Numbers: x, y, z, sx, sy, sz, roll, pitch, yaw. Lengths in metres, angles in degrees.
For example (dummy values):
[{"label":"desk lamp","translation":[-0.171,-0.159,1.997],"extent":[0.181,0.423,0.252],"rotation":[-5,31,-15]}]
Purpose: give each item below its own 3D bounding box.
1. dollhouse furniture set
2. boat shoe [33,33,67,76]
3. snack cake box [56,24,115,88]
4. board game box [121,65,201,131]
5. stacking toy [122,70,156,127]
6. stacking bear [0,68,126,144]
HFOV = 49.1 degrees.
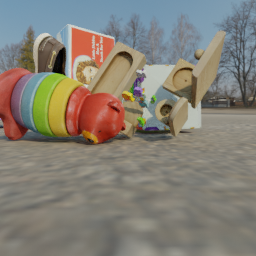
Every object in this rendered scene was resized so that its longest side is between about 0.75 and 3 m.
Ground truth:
[{"label":"dollhouse furniture set","translation":[0.202,-0.869,4.913],"extent":[2.038,1.938,1.660],"rotation":[32,-3,16]},{"label":"boat shoe","translation":[-1.431,-0.971,5.336],"extent":[0.477,1.603,0.576],"rotation":[30,46,16]},{"label":"snack cake box","translation":[-1.246,-1.417,8.244],"extent":[1.564,2.720,0.914],"rotation":[3,-6,-36]},{"label":"board game box","translation":[0.644,-0.758,7.815],"extent":[1.499,1.526,2.910],"rotation":[-3,3,-14]},{"label":"stacking toy","translation":[0.215,-0.513,4.827],"extent":[0.193,0.619,0.821],"rotation":[9,-35,32]},{"label":"stacking bear","translation":[-1.026,-0.297,4.594],"extent":[2.004,1.140,1.217],"rotation":[13,-34,15]}]
